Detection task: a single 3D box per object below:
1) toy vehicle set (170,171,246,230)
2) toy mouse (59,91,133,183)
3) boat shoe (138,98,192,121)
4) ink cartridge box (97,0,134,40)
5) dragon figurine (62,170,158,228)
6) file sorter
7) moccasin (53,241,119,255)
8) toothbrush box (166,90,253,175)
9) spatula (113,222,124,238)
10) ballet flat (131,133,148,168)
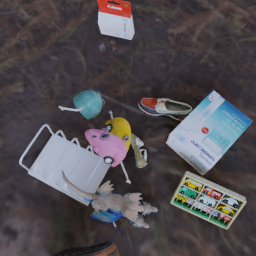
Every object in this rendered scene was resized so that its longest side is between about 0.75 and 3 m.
[{"bbox_3d":[2.079,1.911,7.389,1.646,1.023,0.218,23,25,7],"label":"toy vehicle set"},{"bbox_3d":[-0.615,-0.104,6.952,0.568,2.608,2.934,-33,51,16],"label":"toy mouse"},{"bbox_3d":[1.144,-0.660,8.647,1.645,0.515,0.585,16,63,3],"label":"boat shoe"},{"bbox_3d":[-0.442,-3.586,9.250,1.174,1.445,0.412,16,76,12],"label":"ink cartridge box"},{"bbox_3d":[-0.467,1.914,7.056,2.713,1.349,0.798,16,62,-6],"label":"dragon figurine"},{"bbox_3d":[-1.685,0.954,7.643,1.983,1.235,1.376,25,69,10],"label":"file sorter"},{"bbox_3d":[-1.115,3.231,6.452,2.364,0.865,0.913,-22,81,27],"label":"moccasin"},{"bbox_3d":[2.334,0.130,8.194,1.998,0.852,1.463,-43,74,-15],"label":"toothbrush box"},{"bbox_3d":[-0.350,2.587,7.507,0.222,0.081,0.785,-42,69,17],"label":"spatula"},{"bbox_3d":[0.333,0.617,8.234,0.389,0.389,1.101,-13,72,-5],"label":"ballet flat"}]
